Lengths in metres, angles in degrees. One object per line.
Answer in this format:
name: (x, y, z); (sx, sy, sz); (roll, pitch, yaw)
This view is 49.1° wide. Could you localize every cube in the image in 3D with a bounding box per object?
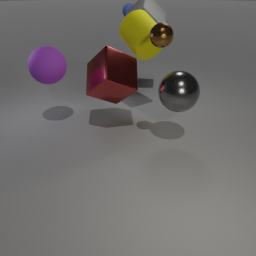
cube: (0.797, -5.065, 13.119); (1.400, 1.400, 1.400); (-29, 37, 38)
cube: (-0.604, -1.909, 10.398); (1.400, 1.400, 1.400); (14, -25, -34)

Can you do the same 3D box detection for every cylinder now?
cylinder: (0.574, -3.688, 11.126); (1.400, 1.400, 1.400); (-18, 60, -30)

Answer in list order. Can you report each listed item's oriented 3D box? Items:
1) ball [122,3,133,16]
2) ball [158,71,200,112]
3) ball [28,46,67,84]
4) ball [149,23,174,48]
ball: (0.063, -5.920, 14.171); (0.700, 0.700, 0.700); (0, 28, 0)
ball: (1.730, -1.237, 9.530); (1.400, 1.400, 1.400); (0, 28, 0)
ball: (-3.004, -2.335, 10.462); (1.400, 1.400, 1.400); (0, 28, 0)
ball: (0.972, -2.685, 8.124); (0.700, 0.700, 0.700); (0, 28, 0)
